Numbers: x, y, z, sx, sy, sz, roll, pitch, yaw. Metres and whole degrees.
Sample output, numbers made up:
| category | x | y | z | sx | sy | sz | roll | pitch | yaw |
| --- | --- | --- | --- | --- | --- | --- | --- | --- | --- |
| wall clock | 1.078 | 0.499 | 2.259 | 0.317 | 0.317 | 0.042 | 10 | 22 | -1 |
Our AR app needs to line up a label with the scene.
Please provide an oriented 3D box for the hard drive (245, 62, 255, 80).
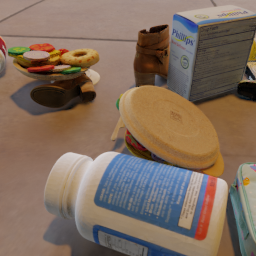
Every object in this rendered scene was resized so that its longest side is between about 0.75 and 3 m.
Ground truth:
| category | x | y | z | sx | sy | sz | roll | pitch | yaw |
| --- | --- | --- | --- | --- | --- | --- | --- | --- | --- |
| hard drive | 5.546 | -1.941 | 10.274 | 2.165 | 0.410 | 1.513 | 4 | 37 | 4 |

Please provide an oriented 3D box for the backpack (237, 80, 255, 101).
| category | x | y | z | sx | sy | sz | roll | pitch | yaw |
| --- | --- | --- | --- | --- | --- | --- | --- | --- | --- |
| backpack | 4.036 | -1.286 | 9.266 | 0.828 | 0.691 | 0.524 | 13 | 18 | 21 |

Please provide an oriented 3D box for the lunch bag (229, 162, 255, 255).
| category | x | y | z | sx | sy | sz | roll | pitch | yaw |
| --- | --- | --- | --- | --- | --- | --- | --- | --- | --- |
| lunch bag | 2.815 | 1.601 | 5.157 | 1.719 | 0.826 | 2.144 | 3 | 36 | 8 |

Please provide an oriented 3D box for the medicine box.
| category | x | y | z | sx | sy | sz | roll | pitch | yaw |
| --- | --- | --- | --- | --- | --- | --- | --- | --- | --- |
| medicine box | 2.646 | -2.411 | 9.087 | 2.322 | 2.549 | 1.312 | -16 | 40 | -21 |

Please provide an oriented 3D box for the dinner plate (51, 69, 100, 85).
| category | x | y | z | sx | sy | sz | roll | pitch | yaw |
| --- | --- | --- | --- | --- | --- | --- | --- | --- | --- |
| dinner plate | -1.958 | -1.915 | 10.417 | 1.817 | 0.220 | 1.817 | 1 | 35 | 0 |

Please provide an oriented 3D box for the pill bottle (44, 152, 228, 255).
| category | x | y | z | sx | sy | sz | roll | pitch | yaw |
| --- | --- | --- | --- | --- | --- | --- | --- | --- | --- |
| pill bottle | 0.098 | 1.313 | 4.878 | 2.880 | 1.616 | 1.616 | 14 | 39 | 16 |

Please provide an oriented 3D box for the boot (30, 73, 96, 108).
| category | x | y | z | sx | sy | sz | roll | pitch | yaw |
| --- | --- | --- | --- | --- | --- | --- | --- | --- | --- |
| boot | -2.225 | -1.454 | 9.189 | 2.132 | 0.785 | 1.649 | -3 | 43 | -30 |

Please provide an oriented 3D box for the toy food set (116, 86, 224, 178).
| category | x | y | z | sx | sy | sz | roll | pitch | yaw |
| --- | --- | --- | --- | --- | --- | --- | --- | --- | --- |
| toy food set | 0.881 | -0.041 | 5.861 | 2.402 | 0.584 | 2.378 | 13 | 39 | -23 |

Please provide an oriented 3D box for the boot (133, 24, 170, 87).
| category | x | y | z | sx | sy | sz | roll | pitch | yaw |
| --- | --- | --- | --- | --- | --- | --- | --- | --- | --- |
| boot | 1.278 | -2.622 | 9.817 | 2.615 | 2.023 | 0.963 | -30 | 46 | -34 |

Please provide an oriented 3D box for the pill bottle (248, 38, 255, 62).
| category | x | y | z | sx | sy | sz | roll | pitch | yaw |
| --- | --- | --- | --- | --- | --- | --- | --- | --- | --- |
| pill bottle | 4.919 | -3.014 | 11.146 | 1.884 | 1.077 | 1.077 | -2 | 37 | -3 |

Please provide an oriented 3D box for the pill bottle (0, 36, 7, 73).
| category | x | y | z | sx | sy | sz | roll | pitch | yaw |
| --- | --- | --- | --- | --- | --- | --- | --- | --- | --- |
| pill bottle | -5.321 | -2.740 | 10.619 | 1.272 | 1.272 | 2.251 | -10 | 38 | -14 |

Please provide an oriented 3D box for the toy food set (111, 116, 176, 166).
| category | x | y | z | sx | sy | sz | roll | pitch | yaw |
| --- | --- | --- | --- | --- | --- | --- | --- | --- | --- |
| toy food set | 0.546 | 0.197 | 6.728 | 1.869 | 0.611 | 1.100 | 29 | 57 | 3 |

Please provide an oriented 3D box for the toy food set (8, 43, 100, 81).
| category | x | y | z | sx | sy | sz | roll | pitch | yaw |
| --- | --- | --- | --- | --- | --- | --- | --- | --- | --- |
| toy food set | -2.415 | -2.201 | 9.053 | 2.568 | 0.625 | 2.542 | 22 | 35 | 23 |
